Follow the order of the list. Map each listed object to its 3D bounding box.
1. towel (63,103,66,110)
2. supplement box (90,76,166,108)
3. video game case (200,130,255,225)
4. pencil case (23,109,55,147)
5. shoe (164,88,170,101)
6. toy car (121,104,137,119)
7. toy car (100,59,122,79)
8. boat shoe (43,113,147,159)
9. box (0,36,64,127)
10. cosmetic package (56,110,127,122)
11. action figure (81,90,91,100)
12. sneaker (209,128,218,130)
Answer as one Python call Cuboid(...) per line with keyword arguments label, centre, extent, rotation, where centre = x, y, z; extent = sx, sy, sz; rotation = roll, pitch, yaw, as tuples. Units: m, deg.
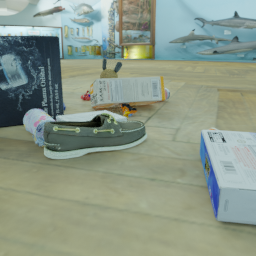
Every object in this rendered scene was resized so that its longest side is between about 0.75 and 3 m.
Cuboid(label="towel", centre=(-3.040, -0.875, 11.715), extent=(0.824, 0.136, 1.138), rotation=(-7, 17, -14))
Cuboid(label="supplement box", centre=(-0.070, -1.413, 11.281), extent=(2.697, 0.992, 1.700), rotation=(-5, 1, -15))
Cuboid(label="video game case", centre=(2.802, 0.803, 5.217), extent=(2.617, 0.656, 2.887), rotation=(3, 17, 9))
Cuboid(label="pencil case", centre=(-2.449, -0.037, 7.910), extent=(0.714, 0.779, 1.717), rotation=(30, 0, -34))
Cuboid(label="shoe", centre=(0.874, -1.742, 13.356), extent=(0.993, 0.780, 2.184), rotation=(-11, 23, -42))
Cuboid(label="toy car", centre=(-0.137, -0.544, 9.959), extent=(0.642, 0.435, 1.308), rotation=(26, 19, 12))
Cuboid(label="toy car", centre=(-0.851, -2.301, 13.156), extent=(1.463, 1.781, 1.405), rotation=(13, 20, 12))
Cuboid(label="boat shoe", centre=(-0.731, 0.090, 7.221), extent=(2.860, 0.855, 1.022), rotation=(-9, 19, -28))
Cuboid(label="box", centre=(-3.801, -1.633, 9.461), extent=(2.892, 2.844, 1.698), rotation=(-8, 20, -23))
Cuboid(label="cosmetic package", centre=(-1.114, -0.148, 8.507), extent=(1.759, 0.454, 1.326), rotation=(-9, 20, -31))
Cuboid(label="action figure", centre=(-1.789, -1.614, 13.667), extent=(0.544, 0.430, 1.663), rotation=(13, 23, 23))
Cuboid(label="sneaker", centre=(2.607, 0.284, 7.633), extent=(1.050, 0.383, 0.405), rotation=(10, 41, 41))
